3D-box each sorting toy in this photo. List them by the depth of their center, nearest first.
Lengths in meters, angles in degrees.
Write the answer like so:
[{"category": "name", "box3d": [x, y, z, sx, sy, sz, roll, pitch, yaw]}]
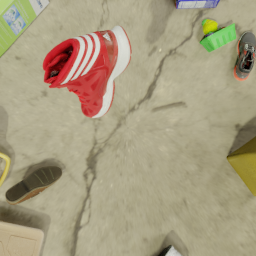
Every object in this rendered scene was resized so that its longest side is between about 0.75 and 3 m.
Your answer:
[{"category": "sorting toy", "box3d": [-3.261, 2.942, 6.353, 2.409, 0.355, 1.781, 12, 82, -1]}]

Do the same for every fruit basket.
[{"category": "fruit basket", "box3d": [2.327, -2.579, 7.500, 0.934, 0.673, 0.934, 0, 93, -9]}]

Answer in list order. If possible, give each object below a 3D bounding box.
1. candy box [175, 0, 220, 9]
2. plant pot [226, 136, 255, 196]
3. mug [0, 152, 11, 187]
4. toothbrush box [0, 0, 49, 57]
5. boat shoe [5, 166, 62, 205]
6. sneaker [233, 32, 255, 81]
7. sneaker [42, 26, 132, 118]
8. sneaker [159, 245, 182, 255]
[{"category": "candy box", "box3d": [1.909, -3.901, 7.848, 1.179, 0.454, 0.997, -2, 79, -1]}, {"category": "plant pot", "box3d": [3.253, 0.761, 6.413, 1.180, 1.207, 1.173, -33, 79, -8]}, {"category": "mug", "box3d": [-3.813, 0.728, 6.584, 1.312, 1.638, 1.345, 0, 65, 33]}, {"category": "toothbrush box", "box3d": [-3.774, -3.184, 7.320, 1.956, 1.156, 2.686, 34, 80, 8]}, {"category": "boat shoe", "box3d": [-2.228, 1.351, 6.671, 1.368, 0.465, 0.492, -24, 68, -26]}, {"category": "sneaker", "box3d": [3.176, -1.950, 7.342, 0.545, 0.579, 1.414, 12, 78, 3]}, {"category": "sneaker", "box3d": [-0.588, -0.551, 3.220, 0.856, 1.482, 0.580, -13, 63, -27]}, {"category": "sneaker", "box3d": [0.680, 3.466, 6.121, 0.682, 0.598, 1.701, 39, 80, 5]}]
